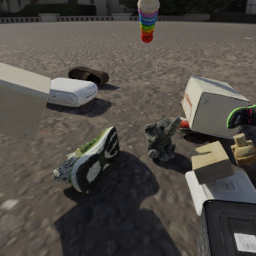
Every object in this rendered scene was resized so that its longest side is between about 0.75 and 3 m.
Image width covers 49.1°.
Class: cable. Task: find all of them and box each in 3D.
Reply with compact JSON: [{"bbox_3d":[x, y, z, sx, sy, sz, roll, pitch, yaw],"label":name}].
[{"bbox_3d":[2.396,-0.063,9.405,1.916,0.482,0.930,3,16,9],"label":"cable"}]

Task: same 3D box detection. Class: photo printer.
[{"bbox_3d":[-2.539,-1.581,12.242,2.190,0.761,1.822,11,27,20],"label":"photo printer"}]

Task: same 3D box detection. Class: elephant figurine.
[{"bbox_3d":[0.989,0.130,7.988,1.108,1.428,1.010,8,27,17],"label":"elephant figurine"}]

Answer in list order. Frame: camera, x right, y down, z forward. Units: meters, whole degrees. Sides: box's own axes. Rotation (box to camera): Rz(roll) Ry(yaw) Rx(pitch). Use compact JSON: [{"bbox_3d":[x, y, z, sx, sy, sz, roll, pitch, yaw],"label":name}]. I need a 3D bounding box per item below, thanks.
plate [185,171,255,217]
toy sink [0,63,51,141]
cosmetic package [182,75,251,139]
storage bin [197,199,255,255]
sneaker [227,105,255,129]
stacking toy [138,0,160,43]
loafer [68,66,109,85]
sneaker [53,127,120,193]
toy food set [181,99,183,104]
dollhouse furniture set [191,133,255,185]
[{"bbox_3d":[2.295,1.448,6.637,1.613,0.261,1.609,-1,27,0],"label":"plate"},{"bbox_3d":[-2.704,-0.670,6.663,1.414,1.216,2.170,16,14,-20],"label":"toy sink"},{"bbox_3d":[2.823,-0.826,9.559,1.522,1.284,2.944,14,20,2],"label":"cosmetic package"},{"bbox_3d":[1.865,2.125,4.565,1.257,0.872,1.860,4,25,8],"label":"storage bin"},{"bbox_3d":[2.247,-0.200,5.182,0.910,0.349,0.381,-20,28,-9],"label":"sneaker"},{"bbox_3d":[0.770,-4.200,11.206,0.821,1.924,0.821,0,63,0],"label":"stacking toy"},{"bbox_3d":[-2.132,-2.673,14.407,2.244,0.820,0.797,7,26,14],"label":"loafer"},{"bbox_3d":[-1.063,0.673,7.527,1.179,1.023,2.661,2,23,22],"label":"sneaker"},{"bbox_3d":[2.753,-1.195,11.967,0.969,0.317,0.570,11,28,22],"label":"toy food set"},{"bbox_3d":[2.988,1.273,6.528,2.397,1.953,2.280,-21,4,14],"label":"dollhouse furniture set"}]
